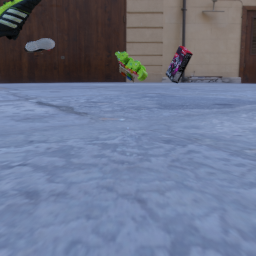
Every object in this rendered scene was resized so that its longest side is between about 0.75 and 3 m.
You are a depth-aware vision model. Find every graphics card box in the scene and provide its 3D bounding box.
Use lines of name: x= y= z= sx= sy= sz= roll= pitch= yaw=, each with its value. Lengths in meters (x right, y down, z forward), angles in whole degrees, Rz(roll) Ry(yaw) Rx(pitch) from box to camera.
graphics card box: x=1.881 y=-2.359 z=10.427 sx=0.310 sy=1.220 sz=0.765 roll=12 pitch=29 yaw=-22

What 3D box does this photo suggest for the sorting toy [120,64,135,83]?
sorting toy: x=-0.047 y=-1.995 z=10.154 sx=0.735 sy=0.132 sz=0.986 roll=40 pitch=-7 yaw=5

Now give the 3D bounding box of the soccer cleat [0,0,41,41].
soccer cleat: x=-4.038 y=-3.818 z=9.831 sx=0.940 sy=1.129 sz=2.784 roll=21 pitch=58 yaw=43

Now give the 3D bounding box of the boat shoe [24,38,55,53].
boat shoe: x=-3.210 y=-2.966 z=10.168 sx=1.116 sy=0.412 sz=0.337 roll=-29 pitch=14 yaw=-34

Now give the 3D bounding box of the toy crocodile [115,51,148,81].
toy crocodile: x=0.118 y=-2.671 z=11.923 sx=1.981 sy=0.612 sz=0.669 roll=42 pitch=7 yaw=29
